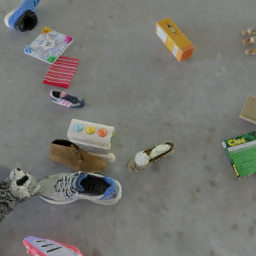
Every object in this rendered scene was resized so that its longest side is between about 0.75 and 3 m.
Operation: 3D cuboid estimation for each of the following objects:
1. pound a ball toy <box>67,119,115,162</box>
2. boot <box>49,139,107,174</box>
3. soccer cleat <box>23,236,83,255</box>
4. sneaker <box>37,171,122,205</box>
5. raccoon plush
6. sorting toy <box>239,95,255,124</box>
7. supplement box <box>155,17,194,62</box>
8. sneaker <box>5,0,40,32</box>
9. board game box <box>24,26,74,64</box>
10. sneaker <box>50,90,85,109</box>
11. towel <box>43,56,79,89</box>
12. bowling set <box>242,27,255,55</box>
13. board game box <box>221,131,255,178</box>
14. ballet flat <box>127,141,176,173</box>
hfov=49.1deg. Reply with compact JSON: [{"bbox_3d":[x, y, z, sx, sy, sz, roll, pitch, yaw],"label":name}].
[{"bbox_3d":[-1.285,0.424,10.323,1.868,0.794,1.218,12,65,6],"label":"pound a ball toy"},{"bbox_3d":[-1.781,1.001,9.946,2.187,0.825,0.805,15,37,5],"label":"boot"},{"bbox_3d":[-2.085,3.910,8.661,2.398,0.800,0.917,27,49,9],"label":"soccer cleat"},{"bbox_3d":[-1.705,1.880,9.345,2.973,1.266,1.145,-1,64,3],"label":"sneaker"},{"bbox_3d":[-4.072,2.649,9.188,1.961,2.926,1.416,5,29,-41],"label":"raccoon plush"},{"bbox_3d":[5.448,-0.463,10.924,1.898,0.254,1.414,26,57,18],"label":"sorting toy"},{"bbox_3d":[2.047,-3.969,12.496,0.683,0.706,2.053,-27,69,-13],"label":"supplement box"},{"bbox_3d":[-4.507,-5.431,13.041,1.303,0.899,2.343,29,72,19],"label":"sneaker"},{"bbox_3d":[-3.556,-3.757,12.537,1.660,0.215,1.660,25,66,19],"label":"board game box"},{"bbox_3d":[-2.433,-1.164,11.189,1.452,0.596,0.509,11,65,5],"label":"sneaker"},{"bbox_3d":[-2.878,-2.442,12.039,1.148,0.179,1.588,12,65,5],"label":"towel"},{"bbox_3d":[5.585,-4.112,12.388,0.823,1.066,1.532,-5,61,-1],"label":"bowling set"},{"bbox_3d":[5.134,0.780,10.424,2.894,0.339,1.516,-14,67,-6],"label":"board game box"},{"bbox_3d":[0.839,0.950,10.090,1.978,0.745,0.671,-24,71,-11],"label":"ballet flat"}]
